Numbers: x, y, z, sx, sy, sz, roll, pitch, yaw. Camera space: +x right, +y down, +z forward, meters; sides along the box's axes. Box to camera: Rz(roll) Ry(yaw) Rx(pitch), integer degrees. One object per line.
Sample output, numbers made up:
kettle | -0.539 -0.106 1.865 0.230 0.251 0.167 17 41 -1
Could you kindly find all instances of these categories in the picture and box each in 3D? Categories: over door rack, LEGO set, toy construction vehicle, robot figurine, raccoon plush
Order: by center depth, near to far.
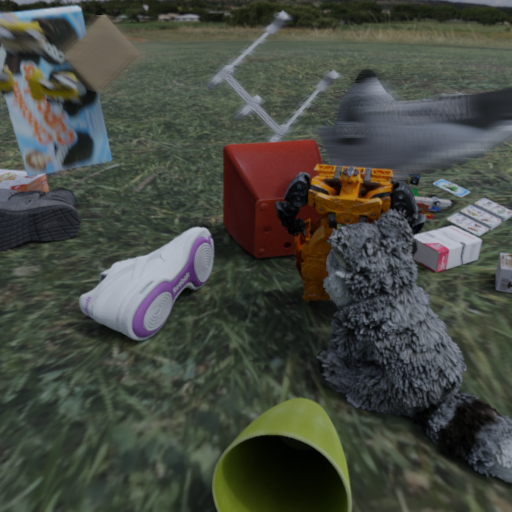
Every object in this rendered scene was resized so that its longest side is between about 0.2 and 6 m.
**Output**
toy construction vehicle | -2.585 -2.143 6.124 1.148 1.000 0.404 -1 61 -7
raccoon plush | 2.271 0.877 7.287 3.540 2.372 1.713 22 34 36
robot figurine | 1.457 -0.283 8.880 2.191 3.023 0.880 7 49 13
over door rack | 0.372 -3.980 13.018 2.730 2.017 0.909 -50 13 -23
LEGO set | 4.582 -1.186 13.632 2.620 0.643 1.958 34 41 31

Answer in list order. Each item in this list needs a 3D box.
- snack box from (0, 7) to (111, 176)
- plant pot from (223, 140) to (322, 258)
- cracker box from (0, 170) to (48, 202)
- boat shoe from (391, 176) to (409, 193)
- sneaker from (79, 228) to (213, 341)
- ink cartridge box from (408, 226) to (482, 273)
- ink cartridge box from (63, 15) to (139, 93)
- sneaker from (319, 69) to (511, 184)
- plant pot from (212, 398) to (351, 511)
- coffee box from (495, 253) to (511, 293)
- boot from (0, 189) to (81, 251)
snack box | -4.499 -3.559 12.340 1.953 3.362 0.624 -15 35 -16
plant pot | 0.455 -1.058 11.723 2.051 2.053 1.809 -6 37 -10
cracker box | -6.587 -1.770 14.466 1.924 0.555 1.289 6 28 11
boat shoe | 2.724 -1.681 13.990 2.369 0.846 0.779 -17 36 -22
sneaker | -1.812 0.236 9.891 1.541 1.158 3.094 11 29 21
ink cartridge box | 3.823 -0.157 11.382 1.166 0.492 0.844 -14 30 -25
ink cartridge box | -3.232 -4.212 11.704 1.216 1.002 0.457 -42 31 2
sneaker | 2.587 -2.382 9.307 3.409 1.969 1.279 -23 28 24
plant pot | 0.398 2.200 6.115 1.377 1.377 1.472 6 13 12
coffee box | 5.119 0.389 10.306 1.263 0.503 0.722 9 29 18
boot | -5.484 -0.891 12.511 2.939 1.026 1.935 -1 22 -26
